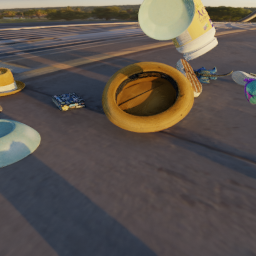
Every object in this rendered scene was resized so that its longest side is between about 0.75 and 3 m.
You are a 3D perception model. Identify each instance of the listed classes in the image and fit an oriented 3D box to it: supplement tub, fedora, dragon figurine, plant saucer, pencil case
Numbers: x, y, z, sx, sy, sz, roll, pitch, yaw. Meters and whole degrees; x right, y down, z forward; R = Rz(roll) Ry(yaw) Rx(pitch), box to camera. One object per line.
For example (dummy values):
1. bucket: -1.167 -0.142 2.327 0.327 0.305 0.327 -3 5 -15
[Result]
1. supplement tub: 2.409 -4.021 11.087 1.643 2.260 1.643 -30 15 9
2. fedora: 0.619 -0.831 9.035 2.905 1.185 2.905 -1 58 2
3. fedora: -5.776 -2.130 12.505 2.321 0.947 2.321 0 25 0
4. dragon figurine: 3.828 -2.611 13.793 2.334 0.687 1.160 19 31 35
5. plant saucer: 1.282 -3.889 9.434 1.911 1.911 0.368 -1 52 -3
6. pencil case: 3.284 -0.918 6.064 1.405 0.649 0.598 -11 16 44
7. plant saucer: -3.950 0.279 8.012 2.740 0.527 2.740 0 25 0

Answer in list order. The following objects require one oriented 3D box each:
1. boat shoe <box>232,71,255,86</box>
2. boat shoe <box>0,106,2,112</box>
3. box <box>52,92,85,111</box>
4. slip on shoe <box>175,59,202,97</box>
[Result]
1. boat shoe: 5.799 -2.295 13.318 0.543 0.602 1.704 -23 41 -38
2. boat shoe: -5.008 -0.810 10.570 0.309 0.326 0.862 -42 47 -7
3. box: -2.344 -1.052 11.025 0.958 0.277 1.205 -14 29 -27
4. slip on shoe: 2.561 -2.150 12.750 1.072 0.854 2.820 27 33 -26
